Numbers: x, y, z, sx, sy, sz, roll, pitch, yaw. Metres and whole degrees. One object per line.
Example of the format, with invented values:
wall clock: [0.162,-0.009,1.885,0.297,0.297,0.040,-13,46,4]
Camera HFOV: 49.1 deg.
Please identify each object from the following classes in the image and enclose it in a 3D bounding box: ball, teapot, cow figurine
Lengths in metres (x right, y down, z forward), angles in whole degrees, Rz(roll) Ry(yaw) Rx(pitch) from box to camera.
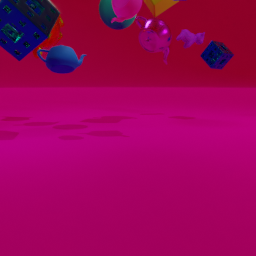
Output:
ball: [-0.272,-3.227,7.626,1.044,1.044,1.044,0,9,0]
teapot: [-0.071,-2.650,5.939,0.668,1.074,0.526,21,0,33]
cow figurine: [2.574,-3.686,11.336,0.980,0.964,0.538,41,-2,-15]
teapot: [-2.023,-2.195,8.798,1.646,0.806,1.024,1,-11,-34]
teapot: [0.946,-3.202,10.071,0.967,1.975,1.228,-47,12,-34]

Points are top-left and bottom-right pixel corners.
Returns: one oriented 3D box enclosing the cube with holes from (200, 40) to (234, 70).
cube with holes: [3.286,-2.685,10.347,0.712,0.712,0.712,-5,54,-39]

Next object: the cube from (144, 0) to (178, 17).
cube: [0.974,-4.281,8.746,0.958,0.958,0.958,-32,-3,6]

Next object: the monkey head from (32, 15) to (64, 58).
monkey head: [-2.988,-3.487,9.662,1.432,1.990,1.199,22,26,15]

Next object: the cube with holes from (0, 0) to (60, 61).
cube with holes: [-2.417,-2.449,6.328,1.085,1.085,1.085,-25,-50,32]
